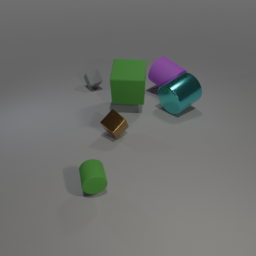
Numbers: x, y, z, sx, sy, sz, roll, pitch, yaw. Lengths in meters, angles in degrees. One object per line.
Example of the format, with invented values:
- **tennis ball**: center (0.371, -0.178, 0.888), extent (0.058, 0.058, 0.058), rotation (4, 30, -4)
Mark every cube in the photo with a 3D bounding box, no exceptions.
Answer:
- **cube**: center (-0.496, -0.134, 10.458), extent (0.700, 0.700, 0.700), rotation (38, 79, 22)
- **cube**: center (-1.832, -2.583, 14.714), extent (0.700, 0.700, 0.700), rotation (-25, 1, -19)
- **cube**: center (0.036, -1.980, 12.051), extent (1.400, 1.400, 1.400), rotation (3, 50, 4)

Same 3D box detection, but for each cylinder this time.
- **cylinder**: center (2.277, -1.519, 12.345), extent (1.400, 1.400, 1.400), rotation (-34, 42, -22)
- **cylinder**: center (-0.973, 1.347, 7.785), extent (0.700, 0.700, 0.700), rotation (-7, 38, -13)
- **cylinder**: center (1.968, -2.625, 13.970), extent (1.400, 1.400, 1.400), rotation (40, 45, 23)
